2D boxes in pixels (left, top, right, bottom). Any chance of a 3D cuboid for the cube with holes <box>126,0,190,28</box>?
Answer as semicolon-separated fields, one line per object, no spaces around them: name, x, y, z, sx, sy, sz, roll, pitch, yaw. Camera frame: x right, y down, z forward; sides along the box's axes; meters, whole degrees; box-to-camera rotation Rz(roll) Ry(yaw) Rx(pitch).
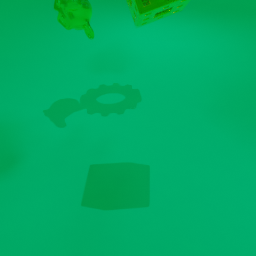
cube with holes;0.471;-2.581;5.081;1.000;1.000;1.000;-21;8;1

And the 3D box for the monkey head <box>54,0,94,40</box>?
monkey head;-1.309;-3.154;7.345;0.966;1.602;1.153;-21;8;-39
